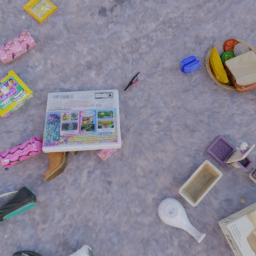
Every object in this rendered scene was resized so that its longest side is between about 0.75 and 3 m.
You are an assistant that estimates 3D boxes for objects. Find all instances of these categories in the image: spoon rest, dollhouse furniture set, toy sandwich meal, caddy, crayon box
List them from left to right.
[{"bbox_3d":[-4.938,-1.397,11.631,1.571,0.458,1.355,-41,82,-8],"label":"crayon box"},{"bbox_3d":[1.988,3.479,10.547,1.945,0.590,0.966,40,79,22],"label":"spoon rest"},{"bbox_3d":[2.657,-2.667,11.937,0.879,0.461,0.621,-27,55,-5],"label":"caddy"},{"bbox_3d":[3.575,1.859,10.032,2.365,2.119,2.985,43,81,9],"label":"dollhouse furniture set"},{"bbox_3d":[4.543,-2.716,11.698,2.639,0.904,2.639,0,77,0],"label":"toy sandwich meal"}]

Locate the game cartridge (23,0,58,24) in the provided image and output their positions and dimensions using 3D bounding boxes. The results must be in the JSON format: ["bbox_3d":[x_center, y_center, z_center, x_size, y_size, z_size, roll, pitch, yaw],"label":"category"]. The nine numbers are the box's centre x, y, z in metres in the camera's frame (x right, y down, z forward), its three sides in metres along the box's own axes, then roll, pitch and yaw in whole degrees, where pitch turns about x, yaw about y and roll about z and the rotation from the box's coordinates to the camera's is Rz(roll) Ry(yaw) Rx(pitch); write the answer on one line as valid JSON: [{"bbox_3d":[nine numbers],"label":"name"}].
[{"bbox_3d":[-3.974,-5.447,12.694,1.197,0.194,1.055,41,80,7],"label":"game cartridge"}]

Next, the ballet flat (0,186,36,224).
[{"bbox_3d":[-4.850,3.154,10.411,2.920,0.993,0.999,-29,69,-16],"label":"ballet flat"}]

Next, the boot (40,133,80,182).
[{"bbox_3d":[-2.982,0.954,11.013,1.547,0.737,2.000,37,74,11],"label":"boot"}]

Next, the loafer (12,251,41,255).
[{"bbox_3d":[-3.354,4.943,10.101,1.958,0.616,0.704,15,78,3],"label":"loafer"}]

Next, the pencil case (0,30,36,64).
[{"bbox_3d":[-4.808,-3.472,11.991,1.707,0.739,0.707,-34,49,-8],"label":"pencil case"}]

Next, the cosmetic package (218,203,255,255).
[{"bbox_3d":[5.009,3.517,10.215,2.888,1.026,1.519,-26,78,-6],"label":"cosmetic package"}]

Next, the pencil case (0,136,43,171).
[{"bbox_3d":[-4.092,0.938,10.728,1.723,0.807,0.782,-27,83,10],"label":"pencil case"}]

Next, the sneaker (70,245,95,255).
[{"bbox_3d":[-1.470,5.668,9.843,1.354,1.062,2.726,-26,71,3],"label":"sneaker"}]

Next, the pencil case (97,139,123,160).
[{"bbox_3d":[-0.709,0.761,11.145,0.496,0.496,1.134,44,80,9],"label":"pencil case"}]

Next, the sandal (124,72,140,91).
[{"bbox_3d":[0.212,-1.900,11.676,0.229,0.381,1.015,39,109,2],"label":"sandal"}]

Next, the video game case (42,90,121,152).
[{"bbox_3d":[-1.783,-0.341,11.039,2.901,0.344,2.640,-3,59,-2],"label":"video game case"}]
